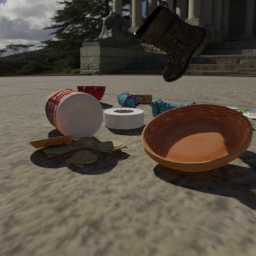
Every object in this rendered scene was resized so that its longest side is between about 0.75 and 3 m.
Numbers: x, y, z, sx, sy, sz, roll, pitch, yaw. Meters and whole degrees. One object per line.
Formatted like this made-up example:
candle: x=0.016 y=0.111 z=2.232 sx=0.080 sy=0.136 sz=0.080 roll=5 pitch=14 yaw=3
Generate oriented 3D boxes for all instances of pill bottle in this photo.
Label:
pill bottle: x=-2.046 y=-0.584 z=9.938 sx=1.552 sy=1.552 sz=2.718 roll=-7 pitch=14 yaw=-26

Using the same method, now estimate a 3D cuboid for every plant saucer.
plant saucer: x=1.739 y=0.239 z=7.279 sx=2.761 sy=0.517 sz=2.761 roll=-11 pitch=30 yaw=7
plant saucer: x=-2.192 y=0.408 z=8.154 sx=1.261 sy=0.236 sz=1.261 roll=-8 pitch=-1 yaw=0

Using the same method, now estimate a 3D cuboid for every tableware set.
tableware set: x=-1.206 y=0.600 z=7.937 sx=1.774 sy=0.246 sz=2.124 roll=11 pitch=19 yaw=40

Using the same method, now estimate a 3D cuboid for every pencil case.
pencil case: x=-0.023 y=-1.449 z=15.041 sx=0.781 sy=0.848 sz=1.836 roll=23 pitch=5 yaw=-18
pencil case: x=1.962 y=-0.760 z=12.180 sx=1.911 sy=0.883 sz=0.813 roll=11 pitch=-2 yaw=32

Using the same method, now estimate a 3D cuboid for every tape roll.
tape roll: x=-0.158 y=-0.411 z=11.392 sx=1.638 sy=0.573 sz=1.638 roll=0 pitch=13 yaw=0

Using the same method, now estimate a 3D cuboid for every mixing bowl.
mixing bowl: x=-2.280 y=-2.132 z=17.548 sx=1.839 sy=0.996 sz=1.839 roll=1 pitch=11 yaw=0

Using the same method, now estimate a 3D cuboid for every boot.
boot: x=1.373 y=-3.126 z=10.544 sx=2.588 sy=2.972 sz=1.029 roll=10 pitch=49 yaw=-28

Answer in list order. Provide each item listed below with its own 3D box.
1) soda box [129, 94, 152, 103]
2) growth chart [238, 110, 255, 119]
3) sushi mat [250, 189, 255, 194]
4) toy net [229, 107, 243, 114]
soda box: x=0.727 y=-1.890 z=17.683 sx=1.582 sy=0.506 sz=0.536 roll=2 pitch=13 yaw=11
growth chart: x=6.118 y=-0.603 z=13.070 sx=1.560 sy=0.191 sz=2.156 roll=-1 pitch=14 yaw=-10
sushi mat: x=2.849 y=1.267 z=5.566 sx=0.756 sy=0.046 sz=0.362 roll=-4 pitch=13 yaw=-14
toy net: x=4.328 y=-0.538 z=12.261 sx=1.346 sy=0.495 sz=2.566 roll=0 pitch=12 yaw=13
